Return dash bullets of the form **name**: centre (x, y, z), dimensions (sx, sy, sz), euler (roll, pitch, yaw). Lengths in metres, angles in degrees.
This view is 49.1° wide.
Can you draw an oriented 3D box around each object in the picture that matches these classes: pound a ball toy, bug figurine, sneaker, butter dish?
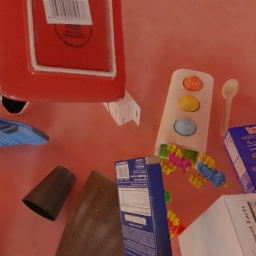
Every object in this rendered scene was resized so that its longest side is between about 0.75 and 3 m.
- **pound a ball toy**: centre (1.923, -0.457, 7.351), dimensions (1.908, 1.243, 2.926), euler (13, 56, 9)
- **bug figurine**: centre (1.145, 1.323, 6.016), dimensions (0.546, 2.123, 1.647), euler (9, 26, -40)
- **sneaker**: centre (-3.151, 0.227, 7.255), dimensions (2.244, 0.740, 0.880), euler (14, 70, 9)
- **butter dish**: centre (-1.445, -1.657, 5.298), dimensions (2.489, 1.840, 2.482), euler (-5, 92, -39)

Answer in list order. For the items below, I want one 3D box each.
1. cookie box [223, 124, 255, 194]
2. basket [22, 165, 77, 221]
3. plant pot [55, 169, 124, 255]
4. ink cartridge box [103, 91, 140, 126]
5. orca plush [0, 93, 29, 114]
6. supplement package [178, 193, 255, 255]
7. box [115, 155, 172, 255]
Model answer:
- **cookie box**: centre (3.386, 0.759, 6.836), dimensions (1.501, 0.659, 1.755), euler (-7, 55, -5)
- **basket**: centre (-1.708, 1.431, 6.365), dimensions (0.944, 0.712, 1.047), euler (14, 50, 26)
- **plant pot**: centre (-0.565, 2.035, 5.495), dimensions (1.688, 1.688, 1.806), euler (31, 73, 20)
- **ink cartridge box**: centre (-0.269, -0.693, 7.752), dimensions (0.501, 0.857, 1.478), euler (-27, 59, -18)
- **orca plush**: centre (-3.252, -1.836, 8.459), dimensions (1.506, 1.017, 2.862), euler (10, 55, 7)
- **supplement package**: centre (2.688, 2.383, 4.502), dimensions (2.859, 2.169, 2.154), euler (-1, 54, -12)
- **box**: centre (0.195, 1.290, 4.065), dimensions (0.275, 1.027, 1.696), euler (-1, 81, -27)
